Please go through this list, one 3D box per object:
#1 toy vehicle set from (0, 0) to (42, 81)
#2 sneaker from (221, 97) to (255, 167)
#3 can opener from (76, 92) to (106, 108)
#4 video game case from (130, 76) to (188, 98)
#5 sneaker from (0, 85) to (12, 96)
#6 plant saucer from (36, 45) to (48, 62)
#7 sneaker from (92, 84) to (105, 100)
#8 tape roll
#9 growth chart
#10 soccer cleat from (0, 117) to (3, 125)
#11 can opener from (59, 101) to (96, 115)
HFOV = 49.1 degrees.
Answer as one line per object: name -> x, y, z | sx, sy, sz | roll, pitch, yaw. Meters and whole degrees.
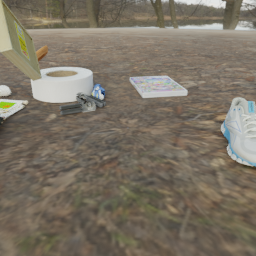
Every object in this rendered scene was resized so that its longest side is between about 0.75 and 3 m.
toy vehicle set -> -2.633, -2.022, 6.749 | 0.258, 1.211, 1.949 | -15, -8, -1
sneaker -> 3.054, -0.032, 7.213 | 1.040, 1.202, 2.774 | 2, 25, 1
can opener -> -1.423, -1.008, 10.547 | 1.277, 0.427, 0.341 | 27, 32, 23
video game case -> 1.270, -1.899, 12.574 | 1.924, 0.242, 2.687 | -5, 24, -10
sneaker -> -5.326, -1.458, 11.436 | 1.248, 0.477, 0.502 | 5, 35, 23
plant saucer -> -3.274, -2.514, 10.030 | 1.133, 0.212, 1.133 | -37, 17, 13
sneaker -> -1.154, -1.412, 11.262 | 0.506, 0.455, 1.230 | 2, 31, 0
tape roll -> -2.706, -1.859, 11.674 | 2.535, 0.886, 2.535 | 0, 24, 0
growth chart -> -4.564, -0.618, 9.765 | 1.623, 0.199, 2.242 | 2, 23, 7
soccer cleat -> -4.171, 0.104, 7.487 | 1.109, 0.897, 2.569 | -16, 22, -4
can opener -> -1.761, -0.671, 9.836 | 1.298, 0.346, 0.434 | -11, -6, -22
